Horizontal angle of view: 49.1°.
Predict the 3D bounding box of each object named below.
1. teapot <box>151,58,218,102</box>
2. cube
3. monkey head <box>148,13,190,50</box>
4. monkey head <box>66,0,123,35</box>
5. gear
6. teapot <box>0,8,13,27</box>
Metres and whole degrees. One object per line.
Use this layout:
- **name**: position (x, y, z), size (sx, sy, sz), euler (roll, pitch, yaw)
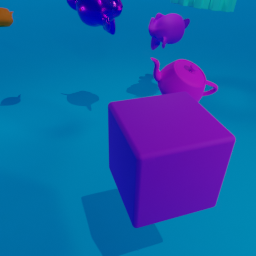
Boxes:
- **teapot**: position (1.002, -0.901, 5.215), size (1.497, 0.733, 0.931), euler (16, 51, -17)
- **cube**: position (0.440, 0.347, 3.583), size (1.144, 1.144, 1.144), euler (-10, 36, -16)
- **monkey head**: position (1.252, -3.024, 9.067), size (1.089, 1.300, 1.808), euler (28, 53, 19)
- **monkey head**: position (-0.819, -3.106, 7.702), size (1.139, 1.359, 1.889), euler (-34, 58, -26)
- **gear**: position (2.415, -4.137, 9.097), size (2.047, 0.379, 2.047), euler (6, 28, -3)
- **teapot**: position (-3.482, -3.037, 7.574), size (0.719, 0.566, 1.156), euler (4, 16, 19)
